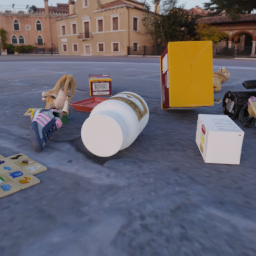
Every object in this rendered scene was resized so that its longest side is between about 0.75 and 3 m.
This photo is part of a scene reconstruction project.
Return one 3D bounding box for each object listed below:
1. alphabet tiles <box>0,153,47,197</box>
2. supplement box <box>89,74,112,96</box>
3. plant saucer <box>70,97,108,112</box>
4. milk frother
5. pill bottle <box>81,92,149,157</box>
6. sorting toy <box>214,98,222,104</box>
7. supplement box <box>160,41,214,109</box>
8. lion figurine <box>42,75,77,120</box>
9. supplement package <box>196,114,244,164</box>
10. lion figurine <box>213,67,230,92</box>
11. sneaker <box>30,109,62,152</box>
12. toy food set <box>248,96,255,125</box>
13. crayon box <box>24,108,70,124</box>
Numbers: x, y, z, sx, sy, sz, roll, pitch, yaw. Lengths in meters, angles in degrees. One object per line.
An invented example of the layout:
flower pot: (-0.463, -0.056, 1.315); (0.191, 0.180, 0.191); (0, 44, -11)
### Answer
alphabet tiles: (-3.532, 1.206, 6.667); (2.341, 0.089, 2.813); (15, 23, 41)
supplement box: (-1.759, -2.710, 17.500); (1.323, 1.027, 2.397); (-3, 18, -8)
plant saucer: (-1.449, -1.087, 13.501); (1.939, 0.357, 1.943); (10, 19, 28)
milk frother: (5.184, -0.777, 11.318); (1.895, 1.818, 2.014); (-3, 61, -8)
pill bottle: (-0.344, -0.166, 8.591); (1.530, 1.530, 2.676); (5, 18, 15)
sorting toy: (4.681, -1.487, 15.031); (0.560, 0.196, 1.161); (13, 21, 34)
supplement box: (2.428, -2.128, 12.119); (1.715, 2.547, 2.582); (-2, 2, -1)
lion figurine: (-2.381, -1.189, 10.134); (1.067, 1.803, 2.944); (32, -34, -23)
supplement package: (2.598, 0.271, 8.155); (0.926, 0.961, 1.690); (2, 17, 4)
lion figurine: (5.623, -2.948, 18.159); (1.753, 1.037, 2.862); (15, 49, 11)
sneaker: (-2.590, -0.044, 8.976); (0.890, 0.761, 2.170); (-7, 33, -6)
toy food set: (4.859, -0.406, 10.094); (2.358, 1.499, 0.371); (2, -26, -47)
crayon box: (-3.271, -0.490, 11.445); (1.656, 0.427, 1.041); (-1, 19, -6)
